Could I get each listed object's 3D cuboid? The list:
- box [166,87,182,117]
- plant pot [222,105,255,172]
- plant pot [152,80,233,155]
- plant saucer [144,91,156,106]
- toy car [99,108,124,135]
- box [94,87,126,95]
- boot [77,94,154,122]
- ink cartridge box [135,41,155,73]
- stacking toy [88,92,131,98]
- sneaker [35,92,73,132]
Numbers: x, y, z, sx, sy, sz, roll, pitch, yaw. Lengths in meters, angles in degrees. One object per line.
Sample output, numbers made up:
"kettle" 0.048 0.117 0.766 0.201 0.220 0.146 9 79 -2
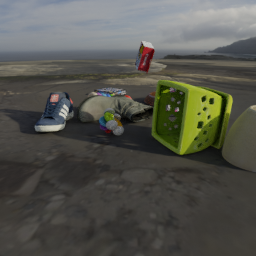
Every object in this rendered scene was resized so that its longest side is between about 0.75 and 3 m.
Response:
"box" 2.180 -1.141 12.267 1.742 1.151 0.999 1 22 3
"plant pot" 3.757 0.168 7.671 2.145 1.440 2.145 -1 17 0
"plant pot" 2.007 -0.401 8.771 1.793 1.966 1.976 0 17 -20
"plant saucer" 2.120 -1.577 14.775 2.551 0.439 2.551 1 17 0
"toy car" -0.626 -0.151 9.688 0.708 0.944 0.826 -27 51 17
"box" -1.068 -2.153 16.814 1.408 0.350 1.397 13 22 35
"boot" -0.417 -0.714 11.369 1.938 1.005 2.967 23 29 39
"ink cartridge box" 0.573 -2.439 9.685 0.369 0.880 0.773 8 33 -15
"stacking toy" -0.761 -1.178 13.122 2.235 0.954 0.954 -4 16 -36
"sneaker" -2.858 -0.723 10.841 1.081 1.218 2.883 0 18 1
